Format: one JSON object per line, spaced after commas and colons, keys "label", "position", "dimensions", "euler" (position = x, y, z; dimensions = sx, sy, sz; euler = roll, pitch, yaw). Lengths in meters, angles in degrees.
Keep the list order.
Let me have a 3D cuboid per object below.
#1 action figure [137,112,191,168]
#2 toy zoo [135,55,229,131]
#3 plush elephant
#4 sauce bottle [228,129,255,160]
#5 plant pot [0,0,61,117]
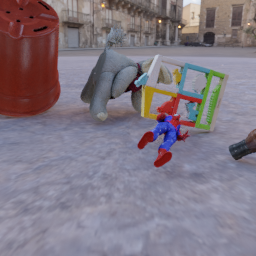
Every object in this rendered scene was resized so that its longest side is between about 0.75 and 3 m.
{"label": "action figure", "position": [0.851, 0.062, 5.930], "dimensions": [0.771, 0.609, 2.356], "euler": [43, 22, 2]}
{"label": "toy zoo", "position": [1.285, -0.871, 7.052], "dimensions": [2.364, 1.551, 0.242], "euler": [10, 9, -16]}
{"label": "plush elephant", "position": [0.011, -1.535, 9.170], "dimensions": [2.246, 2.901, 2.389], "euler": [18, 7, -24]}
{"label": "sauce bottle", "position": [2.711, 0.144, 5.309], "dimensions": [1.605, 0.530, 0.530], "euler": [-33, -3, 33]}
{"label": "plant pot", "position": [-3.353, -2.322, 8.638], "dimensions": [2.900, 2.821, 2.900], "euler": [12, 49, -14]}
